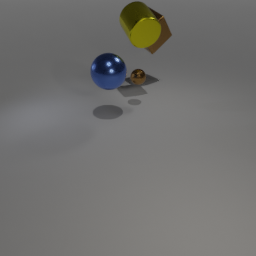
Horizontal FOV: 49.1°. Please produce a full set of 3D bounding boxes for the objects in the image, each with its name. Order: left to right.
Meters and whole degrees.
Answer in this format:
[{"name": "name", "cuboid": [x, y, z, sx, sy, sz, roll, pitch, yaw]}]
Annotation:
[{"name": "ball", "cuboid": [-0.740, -2.160, 10.728, 1.400, 1.400, 1.400, 0, 29, 0]}, {"name": "ball", "cuboid": [0.450, -2.257, 12.357, 0.700, 0.700, 0.700, 0, 29, 0]}, {"name": "cylinder", "cuboid": [0.499, -4.355, 11.839, 1.400, 1.400, 1.400, -11, 53, -19]}, {"name": "cube", "cuboid": [1.061, -4.832, 13.858, 1.400, 1.400, 1.400, -45, 56, 3]}]
